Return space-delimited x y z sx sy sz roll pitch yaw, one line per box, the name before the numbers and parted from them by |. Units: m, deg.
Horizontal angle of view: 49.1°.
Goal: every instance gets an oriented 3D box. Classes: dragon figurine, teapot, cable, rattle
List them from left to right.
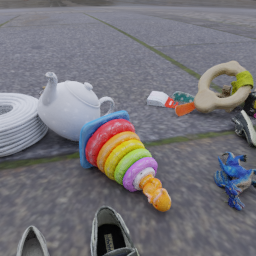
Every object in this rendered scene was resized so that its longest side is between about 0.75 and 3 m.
cable | -3.841 -0.212 8.155 2.849 0.986 2.849 -23 36 -36
teapot | -1.446 -0.651 7.897 1.918 1.419 1.943 38 15 -5
rattle | 3.036 -1.008 10.053 1.768 2.716 1.940 55 8 16
dragon figurine | 2.309 0.996 6.376 0.980 0.580 1.970 -4 30 -8

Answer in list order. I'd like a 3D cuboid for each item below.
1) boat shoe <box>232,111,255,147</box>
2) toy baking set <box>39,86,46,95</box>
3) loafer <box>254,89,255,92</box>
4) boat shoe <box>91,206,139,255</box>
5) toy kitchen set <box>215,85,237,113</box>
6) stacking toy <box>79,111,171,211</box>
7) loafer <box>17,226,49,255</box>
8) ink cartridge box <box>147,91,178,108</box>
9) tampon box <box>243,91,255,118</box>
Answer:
boat shoe | 3.459 0.080 8.298 0.517 0.550 1.531 -30 27 24
toy baking set | -3.071 -1.539 11.519 1.020 0.155 1.329 -4 28 -1
loafer | 6.049 -1.390 10.506 2.391 0.816 0.905 17 33 28
boat shoe | -0.174 2.138 4.106 0.820 0.739 2.320 -9 30 -15
toy kitchen set | 3.443 -1.089 10.087 0.850 0.694 0.767 20 35 33
stacking toy | 0.092 0.847 6.177 1.377 1.457 2.510 -21 46 -31
loafer | -1.417 2.215 4.115 0.599 0.598 1.713 -10 30 -18
ink cartridge box | 1.336 -1.080 10.539 1.095 0.312 0.890 5 28 18
tampon box | 4.568 -0.846 9.611 0.958 0.718 0.605 -14 31 -23
